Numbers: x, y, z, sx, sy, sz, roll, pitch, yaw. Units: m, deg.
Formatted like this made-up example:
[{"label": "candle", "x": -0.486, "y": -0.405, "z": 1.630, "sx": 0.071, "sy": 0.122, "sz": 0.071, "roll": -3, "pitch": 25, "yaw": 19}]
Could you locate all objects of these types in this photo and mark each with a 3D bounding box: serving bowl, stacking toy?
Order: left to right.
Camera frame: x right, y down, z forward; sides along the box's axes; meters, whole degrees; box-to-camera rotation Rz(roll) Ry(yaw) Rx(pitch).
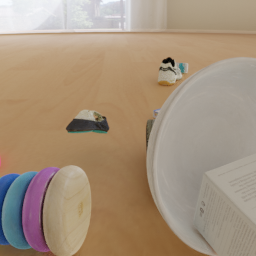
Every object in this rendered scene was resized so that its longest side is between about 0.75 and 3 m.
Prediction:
[{"label": "stacking toy", "x": -2.086, "y": 1.177, "z": 4.227, "sx": 2.896, "sy": 1.236, "sz": 1.236, "roll": -1, "pitch": 23, "yaw": 12}, {"label": "serving bowl", "x": 1.444, "y": 0.401, "z": 4.183, "sx": 2.729, "sy": 2.729, "sz": 0.898, "roll": -8, "pitch": 7, "yaw": -18}]

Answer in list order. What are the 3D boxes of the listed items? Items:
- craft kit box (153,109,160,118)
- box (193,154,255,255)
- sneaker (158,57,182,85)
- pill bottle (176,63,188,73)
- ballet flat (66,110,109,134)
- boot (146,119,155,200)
[{"label": "craft kit box", "x": 1.561, "y": -0.411, "z": 8.832, "sx": 1.122, "sy": 0.272, "sz": 1.108, "roll": -16, "pitch": 26, "yaw": -32}, {"label": "box", "x": 1.975, "y": 1.348, "z": 3.263, "sx": 1.316, "sy": 1.032, "sz": 2.116, "roll": -15, "pitch": 37, "yaw": -22}, {"label": "sneaker", "x": 2.060, "y": -2.830, "z": 13.318, "sx": 0.964, "sy": 1.117, "sz": 2.549, "roll": 5, "pitch": 22, "yaw": 15}, {"label": "pill bottle", "x": 2.713, "y": -3.216, "z": 14.943, "sx": 0.939, "sy": 0.520, "sz": 0.520, "roll": 7, "pitch": 24, "yaw": 17}, {"label": "ballet flat", "x": -0.857, "y": -0.134, "z": 6.102, "sx": 0.550, "sy": 0.550, "sz": 1.505, "roll": 10, "pitch": 3, "yaw": 22}, {"label": "boot", "x": 1.731, "y": 0.565, "z": 5.683, "sx": 2.665, "sy": 0.967, "sz": 2.423, "roll": -7, "pitch": 38, "yaw": 2}]
